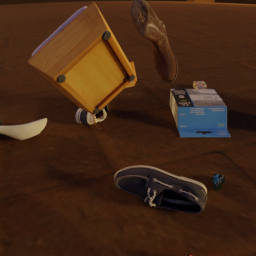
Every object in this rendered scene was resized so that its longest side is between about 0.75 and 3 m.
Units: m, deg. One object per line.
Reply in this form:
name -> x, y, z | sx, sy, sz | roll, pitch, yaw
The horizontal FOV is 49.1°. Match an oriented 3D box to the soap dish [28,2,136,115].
soap dish -> -0.989, -1.593, 7.415 | 2.068, 2.629, 1.068 | -42, 62, 1

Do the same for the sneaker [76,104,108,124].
sneaker -> -1.175, -0.893, 11.537 | 0.914, 0.903, 2.303 | 9, 43, 22

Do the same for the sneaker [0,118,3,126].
sneaker -> -5.588, 0.233, 9.872 | 2.336, 0.887, 1.060 | -23, 47, -21

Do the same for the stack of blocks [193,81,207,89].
stack of blocks -> 3.649, -2.053, 14.044 | 0.536, 0.272, 0.930 | -1, 31, -2

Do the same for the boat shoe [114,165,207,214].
boat shoe -> 0.796, 1.641, 7.307 | 2.509, 0.911, 0.787 | 10, 29, 8

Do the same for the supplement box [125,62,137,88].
supplement box -> -0.706, -1.708, 9.879 | 1.899, 0.698, 1.197 | -11, 0, -2

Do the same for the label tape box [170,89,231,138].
label tape box -> 2.834, -0.690, 11.216 | 1.936, 0.850, 2.685 | -1, 31, -1

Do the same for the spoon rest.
spoon rest -> -4.119, 0.163, 9.605 | 2.852, 0.864, 1.417 | -29, 14, -36

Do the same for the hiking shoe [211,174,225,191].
hiking shoe -> 2.540, 1.575, 8.058 | 0.331, 0.284, 0.764 | 11, 22, 31

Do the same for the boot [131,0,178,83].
boot -> 0.907, -2.809, 9.342 | 0.830, 2.409, 2.584 | -17, -4, 18
